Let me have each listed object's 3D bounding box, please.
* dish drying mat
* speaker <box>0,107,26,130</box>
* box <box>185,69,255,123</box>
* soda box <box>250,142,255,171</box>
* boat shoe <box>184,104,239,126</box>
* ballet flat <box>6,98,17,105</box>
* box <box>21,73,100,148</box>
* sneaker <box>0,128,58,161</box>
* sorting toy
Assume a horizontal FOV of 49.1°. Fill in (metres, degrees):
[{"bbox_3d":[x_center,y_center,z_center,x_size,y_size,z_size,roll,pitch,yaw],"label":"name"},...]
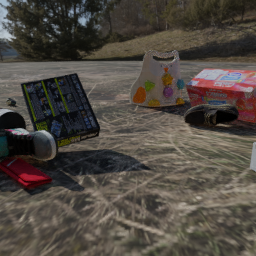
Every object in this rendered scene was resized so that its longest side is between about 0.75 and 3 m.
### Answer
[{"bbox_3d":[-2.267,0.931,6.064,0.571,0.135,1.486,-8,16,-44],"label":"dish drying mat"},{"bbox_3d":[-4.149,-0.209,8.493,2.416,0.981,0.981,14,22,38],"label":"speaker"},{"bbox_3d":[3.841,-1.344,10.773,1.433,1.322,2.792,-41,35,-26],"label":"box"},{"bbox_3d":[3.398,0.865,5.428,0.702,0.656,2.060,-6,18,-18],"label":"soda box"},{"bbox_3d":[2.844,-0.440,9.560,1.852,0.690,0.679,-9,19,10],"label":"boat shoe"},{"bbox_3d":[-5.543,-1.239,13.125,0.320,0.320,0.876,-15,25,-41],"label":"ballet flat"},{"bbox_3d":[-1.904,-0.507,7.825,1.662,0.459,2.074,-16,63,-20],"label":"box"},{"bbox_3d":[-2.651,0.405,6.478,2.042,0.854,1.233,4,11,40],"label":"sneaker"},{"bbox_3d":[1.578,-2.333,12.979,2.732,2.459,1.460,-8,18,-23],"label":"sorting toy"}]
